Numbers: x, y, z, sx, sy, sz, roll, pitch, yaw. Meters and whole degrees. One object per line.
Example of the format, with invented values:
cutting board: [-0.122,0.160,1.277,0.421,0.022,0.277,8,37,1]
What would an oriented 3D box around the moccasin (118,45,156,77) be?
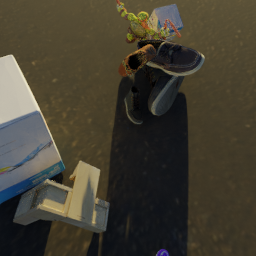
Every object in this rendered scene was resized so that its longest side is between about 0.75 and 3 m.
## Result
moccasin: [0.165,-1.893,8.257,0.610,1.580,0.578,-36,105,-34]

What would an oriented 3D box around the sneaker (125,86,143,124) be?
sneaker: [0.213,-0.737,8.908,0.449,0.637,1.200,-7,56,-22]

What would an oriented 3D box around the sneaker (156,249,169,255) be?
sneaker: [0.813,3.236,6.245,0.364,0.521,1.047,21,53,-8]

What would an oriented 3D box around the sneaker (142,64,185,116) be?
sneaker: [0.938,-1.567,9.420,1.482,1.044,2.790,17,51,20]

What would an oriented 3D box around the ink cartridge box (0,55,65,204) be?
ink cartridge box: [-3.136,0.117,7.049,2.052,2.838,2.089,-26,60,-16]

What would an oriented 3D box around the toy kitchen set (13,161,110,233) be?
toy kitchen set: [-1.612,1.814,7.263,1.789,1.614,1.460,30,48,-28]

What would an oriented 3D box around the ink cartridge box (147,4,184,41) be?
ink cartridge box: [1.343,-3.858,10.556,0.893,1.234,0.909,-19,87,-12]

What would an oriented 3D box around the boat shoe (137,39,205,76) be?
boat shoe: [1.174,-2.234,8.554,2.442,0.791,0.878,30,87,46]

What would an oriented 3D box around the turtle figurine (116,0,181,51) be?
turtle figurine: [0.521,-3.360,9.809,2.559,2.064,0.824,31,77,4]
